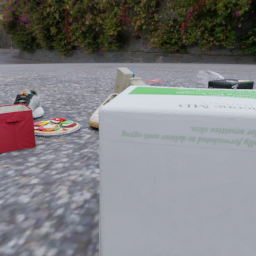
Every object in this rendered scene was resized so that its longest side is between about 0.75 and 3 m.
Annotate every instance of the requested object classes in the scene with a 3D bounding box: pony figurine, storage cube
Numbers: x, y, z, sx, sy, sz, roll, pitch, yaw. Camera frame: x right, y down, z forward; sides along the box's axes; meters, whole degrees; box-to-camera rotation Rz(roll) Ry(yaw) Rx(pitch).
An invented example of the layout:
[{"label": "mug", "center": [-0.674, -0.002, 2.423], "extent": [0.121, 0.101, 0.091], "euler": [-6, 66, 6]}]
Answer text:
[{"label": "pony figurine", "center": [3.278, -1.065, 10.136], "extent": [1.955, 1.687, 2.025], "euler": [12, 3, 10]}, {"label": "storage cube", "center": [-2.904, -0.021, 6.960], "extent": [0.930, 0.978, 1.087], "euler": [-11, 18, -32]}]

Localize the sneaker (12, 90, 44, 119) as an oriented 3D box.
[{"label": "sneaker", "center": [-3.456, -0.658, 9.098], "extent": [0.949, 1.018, 2.568], "euler": [-1, 16, -3]}]

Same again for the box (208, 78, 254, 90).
[{"label": "box", "center": [3.084, -0.733, 8.579], "extent": [1.074, 1.446, 0.899], "euler": [-10, 19, -31]}]

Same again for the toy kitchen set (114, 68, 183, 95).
[{"label": "toy kitchen set", "center": [0.896, -1.367, 11.723], "extent": [2.028, 1.491, 2.531], "euler": [-9, 38, -30]}]

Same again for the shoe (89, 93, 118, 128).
[{"label": "shoe", "center": [-0.665, -0.606, 9.426], "extent": [0.967, 0.738, 2.765], "euler": [2, 16, 8]}]

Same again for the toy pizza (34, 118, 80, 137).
[{"label": "toy pizza", "center": [-2.232, -0.074, 8.464], "extent": [1.547, 0.245, 1.547], "euler": [0, 16, 0]}]

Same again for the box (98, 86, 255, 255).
[{"label": "box", "center": [0.734, 0.531, 3.331], "extent": [1.879, 1.888, 1.617], "euler": [4, 18, 11]}]
